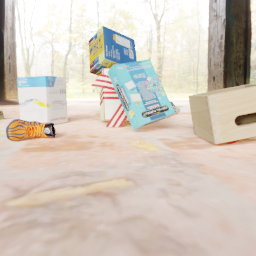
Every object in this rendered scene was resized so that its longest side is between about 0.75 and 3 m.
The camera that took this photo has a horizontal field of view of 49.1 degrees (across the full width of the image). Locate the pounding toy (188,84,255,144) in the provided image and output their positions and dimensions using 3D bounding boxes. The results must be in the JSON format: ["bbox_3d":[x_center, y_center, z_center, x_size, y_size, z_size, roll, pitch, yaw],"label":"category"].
[{"bbox_3d":[3.265,-0.257,7.693,2.476,1.760,2.279,-10,7,-1],"label":"pounding toy"}]

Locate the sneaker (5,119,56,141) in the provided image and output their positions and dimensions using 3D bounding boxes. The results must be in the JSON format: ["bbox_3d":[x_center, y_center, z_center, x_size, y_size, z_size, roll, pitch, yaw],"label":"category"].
[{"bbox_3d":[-2.697,0.028,8.113,0.923,0.639,1.647,1,8,19],"label":"sneaker"}]

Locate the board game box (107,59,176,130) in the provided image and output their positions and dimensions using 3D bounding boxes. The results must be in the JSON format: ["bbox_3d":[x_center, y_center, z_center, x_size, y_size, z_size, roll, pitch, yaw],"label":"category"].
[{"bbox_3d":[0.479,-1.218,9.735,1.673,2.216,0.520,-18,-9,-35],"label":"board game box"}]

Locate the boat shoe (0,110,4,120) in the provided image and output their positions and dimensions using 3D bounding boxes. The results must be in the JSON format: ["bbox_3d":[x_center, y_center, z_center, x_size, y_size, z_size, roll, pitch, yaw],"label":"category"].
[{"bbox_3d":[-6.383,-0.602,13.376,0.516,0.463,1.394,0,8,-2],"label":"boat shoe"}]

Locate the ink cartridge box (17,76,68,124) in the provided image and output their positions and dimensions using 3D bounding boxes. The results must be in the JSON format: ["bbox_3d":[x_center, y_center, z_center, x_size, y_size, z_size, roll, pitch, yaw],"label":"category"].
[{"bbox_3d":[-3.564,-1.159,11.827,1.443,1.976,1.450,2,8,22],"label":"ink cartridge box"}]

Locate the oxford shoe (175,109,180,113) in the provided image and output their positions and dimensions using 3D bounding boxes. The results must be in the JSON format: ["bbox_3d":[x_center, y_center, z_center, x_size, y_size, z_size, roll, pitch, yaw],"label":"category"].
[{"bbox_3d":[2.476,-1.142,17.014,1.505,0.556,0.533,-2,8,-16],"label":"oxford shoe"}]

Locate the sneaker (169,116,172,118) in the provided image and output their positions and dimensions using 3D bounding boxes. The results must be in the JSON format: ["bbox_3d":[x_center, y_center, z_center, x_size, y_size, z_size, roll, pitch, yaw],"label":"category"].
[{"bbox_3d":[2.158,-0.792,14.900,0.681,0.431,1.211,1,14,37],"label":"sneaker"}]

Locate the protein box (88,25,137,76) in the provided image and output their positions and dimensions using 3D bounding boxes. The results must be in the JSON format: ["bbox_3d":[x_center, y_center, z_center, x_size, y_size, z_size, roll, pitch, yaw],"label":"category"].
[{"bbox_3d":[-0.683,-3.291,12.729,1.824,1.810,1.230,11,-27,-36],"label":"protein box"}]

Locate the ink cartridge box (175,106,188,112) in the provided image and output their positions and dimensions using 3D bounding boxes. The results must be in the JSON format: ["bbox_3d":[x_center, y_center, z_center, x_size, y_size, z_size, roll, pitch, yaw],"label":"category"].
[{"bbox_3d":[3.491,-1.251,18.529,0.637,0.368,0.873,-3,8,-21],"label":"ink cartridge box"}]

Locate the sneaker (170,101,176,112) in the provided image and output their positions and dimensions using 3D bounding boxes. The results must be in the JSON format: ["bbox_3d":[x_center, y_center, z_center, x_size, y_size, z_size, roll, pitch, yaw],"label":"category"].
[{"bbox_3d":[1.766,-1.071,15.766,2.187,0.848,0.871,-5,1,-31],"label":"sneaker"}]

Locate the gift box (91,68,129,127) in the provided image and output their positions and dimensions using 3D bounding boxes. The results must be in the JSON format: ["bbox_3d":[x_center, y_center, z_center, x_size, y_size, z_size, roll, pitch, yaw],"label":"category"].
[{"bbox_3d":[-0.270,-1.208,11.665,2.519,2.324,2.352,-6,0,-12],"label":"gift box"}]
